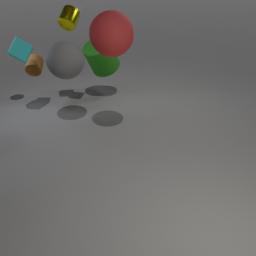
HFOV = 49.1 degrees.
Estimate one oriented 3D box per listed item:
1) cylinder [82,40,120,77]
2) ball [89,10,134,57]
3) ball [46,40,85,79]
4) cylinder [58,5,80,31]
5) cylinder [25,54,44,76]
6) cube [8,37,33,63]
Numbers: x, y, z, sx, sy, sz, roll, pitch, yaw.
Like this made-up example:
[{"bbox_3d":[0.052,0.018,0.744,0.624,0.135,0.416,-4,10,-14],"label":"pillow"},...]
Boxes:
[{"bbox_3d":[-1.254,-3.398,13.333,1.400,1.400,1.400,-11,52,14],"label":"cylinder"},{"bbox_3d":[-0.511,-2.938,8.776,1.400,1.400,1.400,0,29,0],"label":"ball"},{"bbox_3d":[-2.307,-2.504,10.344,1.400,1.400,1.400,0,29,0],"label":"ball"},{"bbox_3d":[-2.302,-4.297,10.956,0.700,0.700,0.700,9,68,16],"label":"cylinder"},{"bbox_3d":[-4.067,-2.725,12.162,0.700,0.700,0.700,-1,55,-2],"label":"cylinder"},{"bbox_3d":[-4.178,-3.022,10.934,0.700,0.700,0.700,27,-2,-20],"label":"cube"}]
